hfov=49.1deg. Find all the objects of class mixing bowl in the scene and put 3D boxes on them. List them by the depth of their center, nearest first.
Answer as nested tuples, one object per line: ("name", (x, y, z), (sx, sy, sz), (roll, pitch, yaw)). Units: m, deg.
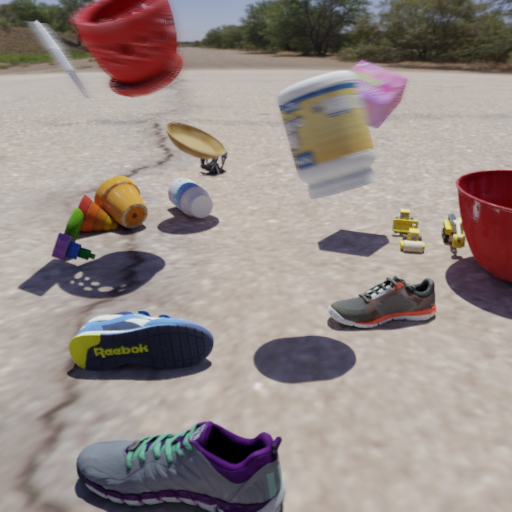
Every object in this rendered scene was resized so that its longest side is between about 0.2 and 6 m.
("mixing bowl", (4.696, -0.399, 9.492), (2.780, 1.506, 2.780), (2, 24, -1))

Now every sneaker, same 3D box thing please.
("sneaker", (-0.712, 1.796, 5.174), (2.008, 0.879, 0.747), (5, 24, 10))
("sneaker", (-1.448, 1.028, 7.277), (1.811, 0.670, 0.745), (1, 21, 0))
("sneaker", (1.859, 0.587, 8.246), (1.677, 0.687, 0.646), (-6, 24, -13))

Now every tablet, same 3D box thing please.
("tablet", (-3.246, -3.277, 9.438), (0.086, 1.266, 0.824), (-35, 71, -7))

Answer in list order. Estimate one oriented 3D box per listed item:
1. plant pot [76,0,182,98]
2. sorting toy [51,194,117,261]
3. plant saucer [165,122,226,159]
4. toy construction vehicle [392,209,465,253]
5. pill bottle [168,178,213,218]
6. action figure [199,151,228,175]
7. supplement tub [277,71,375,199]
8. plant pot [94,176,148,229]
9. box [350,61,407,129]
("plant pot", (-2.066, -3.646, 9.631), (1.551, 1.412, 1.551), (-11, 43, 11))
("sorting toy", (-3.223, -0.438, 10.858), (0.864, 0.869, 2.508), (20, 18, -13))
("plant saucer", (-1.334, -2.428, 12.041), (1.381, 0.244, 1.381), (22, 27, -12))
("toy construction vehicle", (3.416, -0.567, 11.110), (1.376, 0.557, 1.580), (6, 24, 13))
("pill bottle", (-1.466, -1.283, 12.623), (0.692, 0.692, 1.272), (-12, 26, -25))
("action figure", (-1.268, -2.763, 16.113), (0.819, 0.703, 1.378), (5, 19, -17))
("supplement tub", (0.928, -1.523, 7.179), (1.024, 1.415, 1.024), (-16, 6, 2))
("plant pot", (-2.799, -1.063, 11.922), (0.985, 0.985, 0.901), (-18, 44, -36))
("box", (2.201, -3.161, 10.923), (1.026, 0.564, 1.167), (29, 54, 18))
